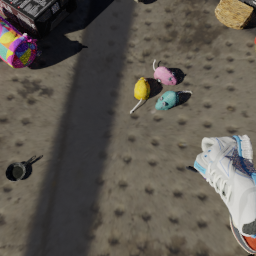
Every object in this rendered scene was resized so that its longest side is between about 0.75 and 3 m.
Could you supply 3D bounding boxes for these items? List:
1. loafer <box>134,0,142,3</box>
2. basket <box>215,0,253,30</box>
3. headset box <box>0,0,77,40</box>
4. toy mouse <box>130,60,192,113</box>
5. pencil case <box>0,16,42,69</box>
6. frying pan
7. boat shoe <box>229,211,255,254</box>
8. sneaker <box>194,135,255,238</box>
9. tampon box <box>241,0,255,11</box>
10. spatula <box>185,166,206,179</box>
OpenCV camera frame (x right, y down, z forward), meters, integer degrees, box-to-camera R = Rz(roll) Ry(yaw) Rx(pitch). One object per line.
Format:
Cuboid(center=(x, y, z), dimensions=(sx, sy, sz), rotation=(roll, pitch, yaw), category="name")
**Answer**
Cuboid(center=(0.348, -5.370, 10.802), dimensions=(0.485, 0.537, 1.420), rotation=(7, 58, 4), category="loafer")
Cuboid(center=(3.854, -4.152, 10.331), dimensions=(1.207, 0.899, 0.862), rotation=(36, 104, 14), category="basket")
Cuboid(center=(-3.584, -4.800, 10.240), dimensions=(2.716, 1.049, 2.021), rotation=(33, 71, 14), category="headset box")
Cuboid(center=(1.180, -1.343, 9.099), dimensions=(1.891, 0.412, 2.128), rotation=(9, 67, 4), category="toy mouse")
Cuboid(center=(-4.282, -3.152, 9.472), dimensions=(2.789, 1.232, 1.232), rotation=(36, 71, 14), category="pencil case")
Cuboid(center=(-3.168, 1.122, 8.185), dimensions=(0.574, 0.155, 0.950), rotation=(24, 67, 9), category="frying pan")
Cuboid(center=(3.092, 2.268, 7.432), dimensions=(0.720, 0.633, 2.023), rotation=(-9, 68, -6), category="boat shoe")
Cuboid(center=(1.966, 1.020, 5.710), dimensions=(1.206, 1.043, 2.783), rotation=(8, 27, 7), category="sneaker")
Cuboid(center=(5.218, -5.267, 10.399), dimensions=(1.496, 1.121, 0.945), rotation=(-41, 73, -16), category="tampon box")
Cuboid(center=(2.063, 1.296, 8.144), dimensions=(0.830, 0.085, 0.235), rotation=(20, 68, 8), category="spatula")
